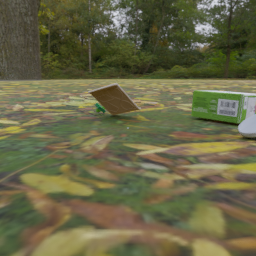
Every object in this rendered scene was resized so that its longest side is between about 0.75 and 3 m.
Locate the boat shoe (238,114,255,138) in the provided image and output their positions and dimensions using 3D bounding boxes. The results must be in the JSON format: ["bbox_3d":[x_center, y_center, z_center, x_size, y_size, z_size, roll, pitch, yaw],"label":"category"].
[{"bbox_3d":[3.380,-0.080,6.031,1.848,0.523,0.634,-18,34,22],"label":"boat shoe"}]

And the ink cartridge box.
[{"bbox_3d":[3.323,-0.717,8.799,2.206,0.835,1.630,-5,13,-41],"label":"ink cartridge box"}]

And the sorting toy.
[{"bbox_3d":[-0.621,-0.878,8.993,1.809,0.266,1.337,-8,-38,42],"label":"sorting toy"}]
